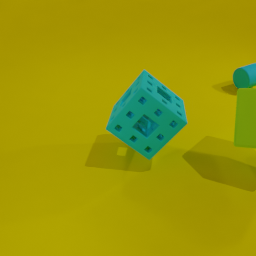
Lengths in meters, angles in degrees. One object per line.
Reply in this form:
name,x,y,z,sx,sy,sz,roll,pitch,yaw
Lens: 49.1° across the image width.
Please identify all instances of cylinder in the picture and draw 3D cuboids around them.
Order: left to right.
cylinder,4.241,-1.807,9.819,0.784,0.784,0.784,-19,40,-19

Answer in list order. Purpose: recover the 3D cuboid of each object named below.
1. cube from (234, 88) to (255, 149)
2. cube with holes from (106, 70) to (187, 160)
cube,3.138,-0.158,6.359,1.277,1.277,1.277,4,-2,23
cube with holes,0.448,-0.335,6.664,1.281,1.281,1.281,36,26,-13
